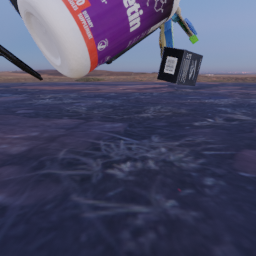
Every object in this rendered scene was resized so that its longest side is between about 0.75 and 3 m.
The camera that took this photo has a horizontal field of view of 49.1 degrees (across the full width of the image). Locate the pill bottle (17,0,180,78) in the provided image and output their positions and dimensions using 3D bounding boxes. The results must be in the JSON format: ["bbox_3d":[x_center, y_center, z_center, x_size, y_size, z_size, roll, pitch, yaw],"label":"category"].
[{"bbox_3d":[-0.164,-1.470,3.185,1.915,1.077,1.077,-38,26,-18],"label":"pill bottle"}]

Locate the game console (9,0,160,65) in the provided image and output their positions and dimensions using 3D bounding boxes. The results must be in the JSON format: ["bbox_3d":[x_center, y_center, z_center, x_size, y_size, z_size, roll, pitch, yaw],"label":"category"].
[{"bbox_3d":[-0.950,-2.762,5.754,2.344,2.747,1.625,-35,1,7],"label":"game console"}]

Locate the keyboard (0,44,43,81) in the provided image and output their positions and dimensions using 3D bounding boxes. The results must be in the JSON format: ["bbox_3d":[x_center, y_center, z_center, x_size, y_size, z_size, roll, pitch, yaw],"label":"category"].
[{"bbox_3d":[-3.614,-2.223,7.911,1.689,0.274,2.658,29,-6,21],"label":"keyboard"}]

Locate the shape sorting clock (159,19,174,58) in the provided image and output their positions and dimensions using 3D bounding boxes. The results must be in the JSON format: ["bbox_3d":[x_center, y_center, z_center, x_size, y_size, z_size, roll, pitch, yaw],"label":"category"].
[{"bbox_3d":[1.275,-3.611,9.706,0.527,2.685,2.685,-3,10,11],"label":"shape sorting clock"}]

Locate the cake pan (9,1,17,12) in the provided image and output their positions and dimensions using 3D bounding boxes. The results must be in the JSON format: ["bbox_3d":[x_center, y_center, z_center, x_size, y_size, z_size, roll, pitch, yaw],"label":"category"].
[{"bbox_3d":[-2.032,-2.979,7.917,2.602,0.477,2.602,37,17,-14],"label":"cake pan"}]

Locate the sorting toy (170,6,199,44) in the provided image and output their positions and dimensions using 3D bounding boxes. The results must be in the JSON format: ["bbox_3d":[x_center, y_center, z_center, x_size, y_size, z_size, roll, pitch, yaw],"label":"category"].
[{"bbox_3d":[1.275,-3.063,7.638,0.282,2.071,1.166,-35,-31,14],"label":"sorting toy"}]

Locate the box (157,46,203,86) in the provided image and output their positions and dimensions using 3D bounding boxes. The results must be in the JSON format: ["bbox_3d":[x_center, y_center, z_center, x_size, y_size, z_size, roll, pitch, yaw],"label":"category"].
[{"bbox_3d":[1.738,-2.007,9.239,0.768,1.089,1.472,21,16,33],"label":"box"}]
